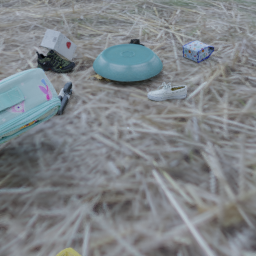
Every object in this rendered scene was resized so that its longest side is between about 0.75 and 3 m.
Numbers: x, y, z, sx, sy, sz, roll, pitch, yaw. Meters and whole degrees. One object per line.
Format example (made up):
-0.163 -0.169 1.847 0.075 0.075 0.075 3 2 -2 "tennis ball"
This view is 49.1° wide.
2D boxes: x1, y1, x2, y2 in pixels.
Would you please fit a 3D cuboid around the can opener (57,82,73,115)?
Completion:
-1.981 -0.910 8.399 0.353 0.446 1.342 4 42 4 "can opener"

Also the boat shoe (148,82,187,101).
1.224 -1.171 8.616 1.245 0.531 0.460 -3 37 -4 "boat shoe"

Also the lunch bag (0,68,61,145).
-2.805 -0.149 5.769 2.823 1.088 2.264 -31 10 -15 "lunch bag"

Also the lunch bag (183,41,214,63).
2.779 -3.051 11.033 0.989 0.612 0.841 -34 48 -25 "lunch bag"

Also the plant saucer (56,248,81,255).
-0.715 2.897 3.301 2.146 0.520 2.147 24 43 29 "plant saucer"

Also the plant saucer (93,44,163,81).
-0.007 -2.475 10.068 2.545 0.458 2.545 0 38 0 "plant saucer"

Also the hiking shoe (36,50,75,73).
-2.627 -2.421 10.096 1.438 0.724 0.545 4 38 5 "hiking shoe"

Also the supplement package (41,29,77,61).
-2.582 -3.111 10.579 0.672 0.680 1.122 21 -1 26 "supplement package"

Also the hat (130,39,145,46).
0.317 -3.623 11.980 0.904 0.365 0.904 1 37 -1 "hat"

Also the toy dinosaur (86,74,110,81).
-0.999 -1.807 9.694 0.853 0.248 0.431 8 39 11 "toy dinosaur"
